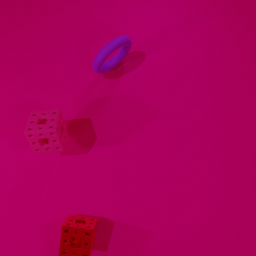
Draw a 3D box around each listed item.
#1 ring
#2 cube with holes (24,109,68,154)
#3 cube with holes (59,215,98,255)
[{"bbox_3d":[-0.493,-2.274,8.773,1.502,1.502,0.300,-39,84,-9],"label":"ring"},{"bbox_3d":[-2.239,0.098,7.762,0.843,0.843,0.843,-6,44,2],"label":"cube with holes"},{"bbox_3d":[-1.341,2.968,7.675,0.823,0.823,0.823,7,92,2],"label":"cube with holes"}]
